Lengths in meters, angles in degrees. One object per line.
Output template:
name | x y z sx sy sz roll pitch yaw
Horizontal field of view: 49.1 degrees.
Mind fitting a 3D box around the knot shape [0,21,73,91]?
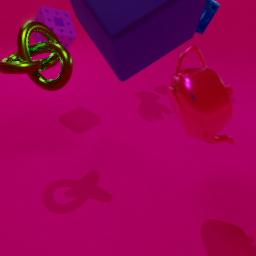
knot shape | -1.727 -1.358 5.625 1.388 0.685 1.483 35 67 7

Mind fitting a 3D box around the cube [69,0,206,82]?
cube | 0.034 -0.945 2.078 0.753 0.753 0.753 -33 80 -3

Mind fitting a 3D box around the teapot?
teapot | 1.238 -0.386 4.530 0.943 1.927 1.198 -23 22 4

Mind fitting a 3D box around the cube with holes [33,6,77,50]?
cube with holes | -2.160 -2.797 8.108 0.872 0.872 0.872 -5 72 -40

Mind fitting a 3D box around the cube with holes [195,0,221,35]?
cube with holes | 2.137 -3.897 9.299 1.047 1.047 1.047 22 20 -25
